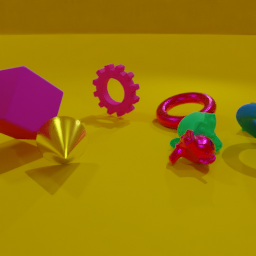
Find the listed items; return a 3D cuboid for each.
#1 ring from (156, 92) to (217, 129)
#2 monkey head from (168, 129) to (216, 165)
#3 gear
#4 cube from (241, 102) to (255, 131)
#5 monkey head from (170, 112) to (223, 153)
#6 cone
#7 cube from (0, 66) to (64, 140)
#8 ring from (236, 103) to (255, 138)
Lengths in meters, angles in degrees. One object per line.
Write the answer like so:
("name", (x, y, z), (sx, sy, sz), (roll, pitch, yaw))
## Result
("ring", (1.887, -0.614, 9.219), (1.982, 0.396, 1.982), (-13, 30, 8))
("monkey head", (1.497, 0.567, 6.471), (0.836, 0.998, 1.388), (39, 5, -2))
("gear", (-0.423, -1.266, 9.479), (1.745, 1.745, 0.323), (13, 28, 30))
("cube", (4.009, -0.297, 8.569), (0.759, 0.759, 0.759), (14, 25, 33))
("monkey head", (1.896, 0.140, 7.374), (1.572, 1.131, 0.947), (-36, 7, -24))
("cone", (-1.351, 0.435, 5.918), (1.157, 1.157, 1.161), (-6, 17, -14))
("cube", (-2.691, -0.549, 6.981), (1.361, 1.361, 1.361), (0, -21, 32))
("ring", (3.562, 0.006, 6.830), (1.900, 0.380, 1.900), (31, -7, 4))
